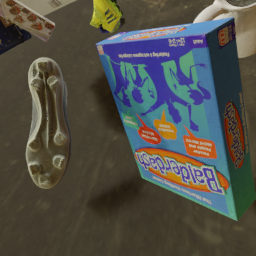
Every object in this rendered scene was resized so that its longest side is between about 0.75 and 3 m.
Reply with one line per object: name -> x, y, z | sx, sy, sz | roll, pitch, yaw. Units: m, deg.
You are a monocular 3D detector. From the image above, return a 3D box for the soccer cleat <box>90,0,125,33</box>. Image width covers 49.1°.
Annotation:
soccer cleat -> -0.620, -2.934, 7.274 | 0.903, 2.160, 0.698 | -26, 90, 7

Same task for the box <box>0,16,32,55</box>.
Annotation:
box -> -3.223, -2.257, 6.760 | 1.530, 0.248, 0.927 | -38, 102, -19

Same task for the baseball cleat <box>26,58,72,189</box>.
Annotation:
baseball cleat -> -1.253, -0.082, 4.785 | 0.735, 1.122, 2.107 | 1, 87, 0

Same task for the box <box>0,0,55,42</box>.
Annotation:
box -> -2.206, -2.195, 4.987 | 1.839, 0.356, 0.381 | 26, 16, -26

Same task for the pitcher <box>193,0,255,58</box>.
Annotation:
pitcher -> 2.491, -2.540, 6.748 | 2.322, 2.707, 1.641 | -40, 72, 8

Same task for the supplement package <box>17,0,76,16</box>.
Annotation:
supplement package -> -2.506, -4.649, 8.482 | 2.180, 1.698, 1.209 | -9, 65, 30

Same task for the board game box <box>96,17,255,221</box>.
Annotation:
board game box -> 0.739, -0.117, 4.387 | 0.625, 2.779, 2.113 | -36, 30, -29
